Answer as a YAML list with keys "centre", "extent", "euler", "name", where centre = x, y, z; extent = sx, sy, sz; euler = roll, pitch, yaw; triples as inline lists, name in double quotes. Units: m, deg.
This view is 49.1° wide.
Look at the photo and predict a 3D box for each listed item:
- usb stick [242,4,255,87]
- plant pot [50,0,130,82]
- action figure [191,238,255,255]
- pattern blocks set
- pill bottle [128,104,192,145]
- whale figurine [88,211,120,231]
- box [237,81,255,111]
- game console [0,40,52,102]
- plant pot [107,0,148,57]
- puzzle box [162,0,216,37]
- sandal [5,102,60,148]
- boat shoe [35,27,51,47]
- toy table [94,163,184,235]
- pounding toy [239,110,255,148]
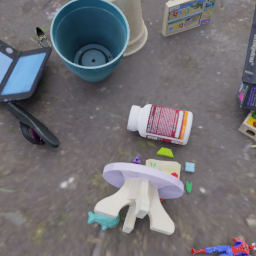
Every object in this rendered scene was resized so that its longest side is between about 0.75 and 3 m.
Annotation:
- centre: [3.477, -2.189, 7.421]
  extent: [0.361, 2.212, 0.613]
  euler: [-20, 33, -35]
  name: "usb stick"
- centre: [-1.293, -2.903, 10.299]
  extent: [2.571, 2.416, 2.571]
  euler: [1, 78, -3]
  name: "plant pot"
- centre: [2.838, 3.460, 7.847]
  extent: [1.898, 0.939, 0.619]
  euler: [-8, 62, -7]
  name: "action figure"
- centre: [1.123, 1.520, 9.312]
  extent: [2.096, 0.170, 1.843]
  euler: [17, 62, 9]
  name: "pattern blocks set"
- centre: [1.093, -0.168, 9.684]
  extent: [2.067, 1.167, 1.167]
  euler: [11, 62, 6]
  name: "pill bottle"
- centre: [-0.741, 2.684, 8.475]
  extent: [0.974, 0.505, 0.775]
  euler: [0, 61, 0]
  name: "whale figurine"
- centre: [5.323, -1.216, 9.850]
  extent: [2.501, 1.326, 1.529]
  euler: [16, 26, 9]
  name: "box"
- centre: [-4.549, -2.415, 10.452]
  extent: [2.374, 1.646, 2.782]
  euler: [31, 50, -29]
  name: "game console"
- centre: [-0.495, -4.792, 11.465]
  extent: [2.775, 2.540, 2.775]
  euler: [0, 61, 0]
  name: "plant pot"
- centre: [2.636, -4.942, 12.105]
  extent: [2.379, 1.583, 0.302]
  euler: [-21, 63, -10]
  name: "puzzle box"
- centre: [-3.383, 0.030, 9.828]
  extent: [2.689, 1.011, 0.644]
  euler: [35, 91, 26]
  name: "sandal"
- centre: [-3.751, -3.921, 12.219]
  extent: [0.436, 0.368, 1.222]
  euler: [-27, 64, -14]
  name: "boat shoe"
- centre: [0.340, 2.022, 7.938]
  extent: [2.406, 2.212, 1.409]
  euler: [10, 55, 6]
  name: "toy table"
- centre: [4.669, 0.136, 9.832]
  extent: [1.328, 0.608, 1.167]
  euler: [35, 66, 18]
  name: "pounding toy"
